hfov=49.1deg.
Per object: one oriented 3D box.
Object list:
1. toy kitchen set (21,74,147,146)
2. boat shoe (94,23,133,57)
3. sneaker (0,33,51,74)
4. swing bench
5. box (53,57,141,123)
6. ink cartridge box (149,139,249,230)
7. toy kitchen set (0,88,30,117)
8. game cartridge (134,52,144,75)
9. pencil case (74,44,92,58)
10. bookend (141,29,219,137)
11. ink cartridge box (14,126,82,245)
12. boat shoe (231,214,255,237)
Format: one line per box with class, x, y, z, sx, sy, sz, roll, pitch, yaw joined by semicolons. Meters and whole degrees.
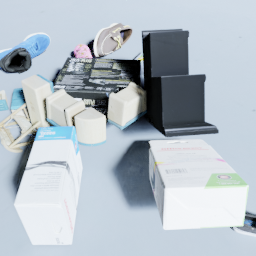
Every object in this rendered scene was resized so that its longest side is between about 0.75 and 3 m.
toy kitchen set;-1.134;-0.544;7.647;2.615;1.540;2.095;32;49;29
boat shoe;-0.589;-3.757;11.877;0.831;1.003;2.791;10;36;16
sneaker;-3.859;-2.889;10.859;2.423;0.930;1.348;-33;45;-27
swing bench;-3.023;0.036;7.741;1.122;0.728;1.116;-29;49;-21
box;-0.886;-1.273;8.915;2.529;1.089;2.071;2;41;3
ink cartridge box;1.279;1.036;6.065;1.507;0.866;2.574;-2;17;-2
toy kitchen set;-4.089;-1.144;8.401;1.973;1.580;1.162;-9;41;-10
game cartridge;0.821;-2.584;11.047;1.061;0.322;1.591;21;45;17
pencil case;-1.726;-2.695;10.910;0.636;0.664;1.536;-28;41;9
bookend;1.179;-1.335;7.092;1.226;2.663;2.646;-4;9;-5
ink cartridge box;-1.532;1.157;5.853;0.842;1.459;2.011;-1;41;-1
boat shoe;2.766;1.983;5.715;1.242;0.412;0.434;10;42;11
